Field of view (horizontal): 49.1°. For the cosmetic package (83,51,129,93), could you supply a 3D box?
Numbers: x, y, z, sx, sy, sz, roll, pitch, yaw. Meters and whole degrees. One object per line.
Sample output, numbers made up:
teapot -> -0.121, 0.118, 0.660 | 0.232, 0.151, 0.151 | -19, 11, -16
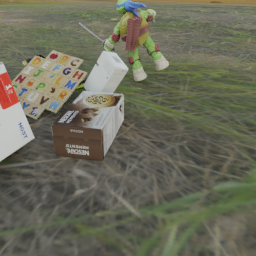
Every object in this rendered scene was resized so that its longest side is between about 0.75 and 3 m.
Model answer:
cosmetic package -> -0.688, -1.500, 8.394 | 0.565, 1.393, 0.786 | -5, 51, -47

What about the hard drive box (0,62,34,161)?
hard drive box -> -3.212, -0.033, 5.324 | 0.896, 1.818, 2.333 | 0, 28, 31

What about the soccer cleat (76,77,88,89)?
soccer cleat -> -1.644, -1.583, 10.088 | 0.965, 0.404, 0.312 | -20, 76, -11

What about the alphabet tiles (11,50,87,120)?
alphabet tiles -> -2.516, -1.394, 8.520 | 2.049, 0.078, 2.462 | 21, 63, 20

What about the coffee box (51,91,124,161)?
coffee box -> -0.875, -0.145, 6.818 | 1.152, 0.813, 2.038 | 6, 29, 11

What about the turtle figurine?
turtle figurine -> 0.217, -3.373, 10.451 | 2.087, 2.812, 2.900 | -41, 26, -28

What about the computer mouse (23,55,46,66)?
computer mouse -> -2.938, -1.894, 9.541 | 1.521, 0.499, 2.167 | 30, 35, -9
